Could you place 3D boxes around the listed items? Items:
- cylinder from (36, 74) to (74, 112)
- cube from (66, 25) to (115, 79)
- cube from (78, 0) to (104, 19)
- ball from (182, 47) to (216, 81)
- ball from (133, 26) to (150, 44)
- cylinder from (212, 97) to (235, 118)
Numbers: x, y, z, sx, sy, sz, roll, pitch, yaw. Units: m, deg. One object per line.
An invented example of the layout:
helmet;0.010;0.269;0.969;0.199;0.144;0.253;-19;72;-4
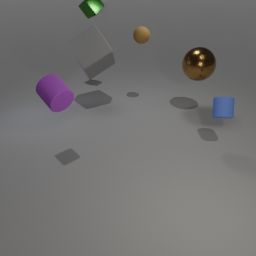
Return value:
cylinder;-1.838;-0.877;7.060;0.700;0.700;0.700;-25;62;-38
cube;-1.527;-3.173;11.907;1.400;1.400;1.400;-34;-7;-3
cube;-1.629;-5.448;12.503;0.700;0.700;0.700;3;51;51
ball;2.996;-2.694;11.828;1.400;1.400;1.400;0;29;0
ball;0.573;-3.898;11.764;0.700;0.700;0.700;0;29;0
cylinder;3.330;-0.703;9.773;0.700;0.700;0.700;3;1;0
